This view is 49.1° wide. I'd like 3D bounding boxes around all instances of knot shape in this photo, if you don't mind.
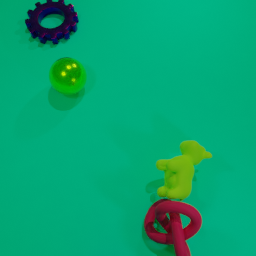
[{"bbox_3d":[1.142,2.549,6.868,0.792,1.714,1.604,-15,78,-32],"label":"knot shape"}]

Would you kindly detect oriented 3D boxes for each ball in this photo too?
[{"bbox_3d":[-1.867,-1.609,8.717,1.160,1.160,1.160,0,68,0],"label":"ball"}]

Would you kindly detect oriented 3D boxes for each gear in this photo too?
[{"bbox_3d":[-2.724,-3.859,10.086,1.829,0.338,1.829,0,68,0],"label":"gear"}]

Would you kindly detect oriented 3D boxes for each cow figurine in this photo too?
[{"bbox_3d":[1.507,1.115,7.404,1.547,0.863,1.572,3,84,-31],"label":"cow figurine"}]
